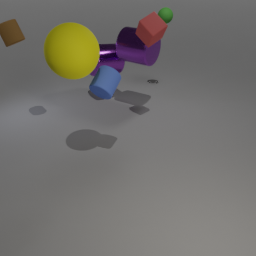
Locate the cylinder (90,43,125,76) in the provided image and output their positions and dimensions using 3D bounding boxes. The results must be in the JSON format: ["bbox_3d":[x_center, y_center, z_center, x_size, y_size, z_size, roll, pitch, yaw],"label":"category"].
[{"bbox_3d":[-1.084,-3.160,12.949,1.400,1.400,1.400,-13,31,-31],"label":"cylinder"}]

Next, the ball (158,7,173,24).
[{"bbox_3d":[1.707,-5.138,12.805,0.700,0.700,0.700,0,29,0],"label":"ball"}]

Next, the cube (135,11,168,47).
[{"bbox_3d":[0.781,-3.310,9.433,0.700,0.700,0.700,-39,83,-18],"label":"cube"}]

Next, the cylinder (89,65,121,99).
[{"bbox_3d":[-0.643,-1.283,7.928,0.700,0.700,0.700,16,69,26],"label":"cylinder"}]

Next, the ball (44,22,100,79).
[{"bbox_3d":[-1.428,-1.950,7.155,1.400,1.400,1.400,0,29,0],"label":"ball"}]

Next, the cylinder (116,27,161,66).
[{"bbox_3d":[0.439,-3.375,11.577,1.400,1.400,1.400,19,34,26],"label":"cylinder"}]

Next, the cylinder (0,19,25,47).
[{"bbox_3d":[-3.944,-3.193,9.415,0.700,0.700,0.700,-20,21,8],"label":"cylinder"}]
